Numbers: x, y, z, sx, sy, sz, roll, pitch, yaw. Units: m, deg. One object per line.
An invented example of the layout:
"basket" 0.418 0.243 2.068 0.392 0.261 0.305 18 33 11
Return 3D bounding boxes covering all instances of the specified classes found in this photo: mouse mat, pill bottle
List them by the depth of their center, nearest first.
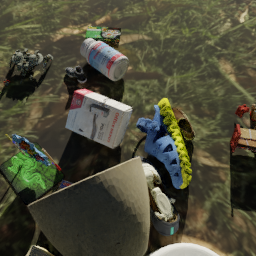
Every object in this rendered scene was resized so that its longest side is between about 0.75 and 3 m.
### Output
"mouse mat" -2.711 1.230 7.900 1.282 0.060 1.593 -37 63 -22
"pill bottle" -0.849 -2.432 9.766 1.691 0.920 0.920 37 64 22

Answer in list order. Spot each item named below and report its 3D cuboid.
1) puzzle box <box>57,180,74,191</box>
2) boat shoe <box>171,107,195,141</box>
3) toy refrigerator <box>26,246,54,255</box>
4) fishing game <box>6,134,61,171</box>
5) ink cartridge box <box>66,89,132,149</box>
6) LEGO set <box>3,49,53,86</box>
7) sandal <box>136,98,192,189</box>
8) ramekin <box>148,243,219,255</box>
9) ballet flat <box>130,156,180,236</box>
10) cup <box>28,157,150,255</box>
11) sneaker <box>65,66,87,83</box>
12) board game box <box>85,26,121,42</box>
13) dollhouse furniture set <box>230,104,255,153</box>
"puzzle box" -1.067 2.213 7.131 1.944 0.247 1.293 16 58 10
"boat shoe" 1.654 -0.214 8.527 0.460 0.461 1.246 -33 60 0
"toy refrigerator" -1.476 3.379 6.158 1.815 0.635 0.689 24 67 15
"fishing game" -2.539 0.624 7.225 1.727 1.237 0.269 16 56 33
"ink cartridge box" -0.853 -0.287 8.153 1.650 1.202 0.700 22 19 13
"LEGO set" -3.834 -2.204 9.761 1.583 0.691 2.437 38 64 22
"sandal" 1.000 0.484 7.908 1.172 1.070 2.693 -20 56 9
"ramekin" 1.173 3.601 5.646 2.500 1.219 2.500 0 57 0
"ballet flat" 0.665 1.569 7.227 0.861 0.861 2.356 -18 58 -12
"cup" -0.530 1.929 5.890 2.533 2.533 1.811 -23 82 -14
"sneaker" -1.825 -1.974 9.705 0.930 0.529 0.351 34 63 20
"board game box" -0.968 -3.730 11.089 1.356 0.159 0.710 4 59 3
"dollhouse furniture set" 3.622 -0.001 8.443 0.934 0.706 1.735 10 40 7
